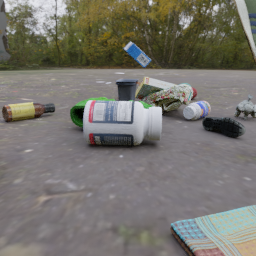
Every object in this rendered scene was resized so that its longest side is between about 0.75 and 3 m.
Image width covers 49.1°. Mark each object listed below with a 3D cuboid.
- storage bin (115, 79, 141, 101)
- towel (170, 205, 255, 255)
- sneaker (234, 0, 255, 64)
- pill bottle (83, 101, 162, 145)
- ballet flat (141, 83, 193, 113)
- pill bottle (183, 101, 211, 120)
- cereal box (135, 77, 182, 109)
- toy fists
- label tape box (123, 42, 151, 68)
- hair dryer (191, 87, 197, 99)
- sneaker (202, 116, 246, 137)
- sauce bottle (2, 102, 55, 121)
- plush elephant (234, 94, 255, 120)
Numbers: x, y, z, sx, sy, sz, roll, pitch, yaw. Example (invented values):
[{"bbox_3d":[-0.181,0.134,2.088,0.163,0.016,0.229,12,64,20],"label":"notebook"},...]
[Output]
[{"bbox_3d":[0.042,-1.920,14.400,1.184,1.092,1.626,3,16,10],"label":"storage bin"},{"bbox_3d":[1.831,1.390,3.370,2.190,0.238,1.606,-5,15,-18],"label":"towel"},{"bbox_3d":[3.368,-2.376,6.672,1.073,2.391,0.802,-19,-18,26],"label":"sneaker"},{"bbox_3d":[-0.113,-0.127,7.387,1.947,1.164,1.164,2,15,3],"label":"pill bottle"},{"bbox_3d":[1.412,-1.028,11.095,1.001,0.846,2.647,22,-24,-32],"label":"ballet flat"},{"bbox_3d":[2.542,-0.640,10.404,0.624,0.624,1.114,13,20,40],"label":"pill bottle"},{"bbox_3d":[1.418,-1.434,11.664,2.003,0.396,1.441,14,-20,-9],"label":"cereal box"},{"bbox_3d":[-0.374,-0.410,8.959,2.820,0.970,1.438,6,23,17],"label":"toy fists"},{"bbox_3d":[0.356,-3.175,11.980,1.045,0.459,1.449,39,12,-19],"label":"label tape box"},{"bbox_3d":[2.845,-1.800,15.321,1.844,0.658,2.421,-10,5,10],"label":"hair dryer"},{"bbox_3d":[2.974,-0.109,8.501,0.595,0.566,1.500,-6,16,-30],"label":"sneaker"},{"bbox_3d":[-3.685,-0.651,10.544,1.906,0.629,0.629,-11,18,-44],"label":"sauce bottle"},{"bbox_3d":[4.411,-0.672,10.354,0.813,0.988,0.765,13,36,18],"label":"plush elephant"}]
